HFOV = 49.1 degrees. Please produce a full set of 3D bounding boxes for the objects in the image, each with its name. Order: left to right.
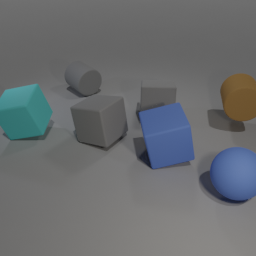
[{"bbox_3d":[-3.870,-0.595,10.429,1.400,1.400,1.400,-9,40,12],"label":"cube"},{"bbox_3d":[-2.287,-2.533,14.263,1.400,1.400,1.400,-22,42,-33],"label":"cylinder"},{"bbox_3d":[-1.009,-0.312,10.207,1.400,1.400,1.400,9,30,33],"label":"cube"},{"bbox_3d":[1.239,-1.201,11.832,1.400,1.400,1.400,2,21,3],"label":"cube"},{"bbox_3d":[1.230,0.240,9.049,1.400,1.400,1.400,-14,35,4],"label":"cube"},{"bbox_3d":[2.910,1.206,7.451,1.400,1.400,1.400,0,29,0],"label":"ball"},{"bbox_3d":[4.304,-1.184,10.672,1.400,1.400,1.400,5,33,9],"label":"cylinder"}]
